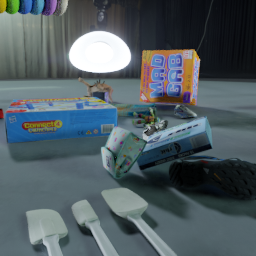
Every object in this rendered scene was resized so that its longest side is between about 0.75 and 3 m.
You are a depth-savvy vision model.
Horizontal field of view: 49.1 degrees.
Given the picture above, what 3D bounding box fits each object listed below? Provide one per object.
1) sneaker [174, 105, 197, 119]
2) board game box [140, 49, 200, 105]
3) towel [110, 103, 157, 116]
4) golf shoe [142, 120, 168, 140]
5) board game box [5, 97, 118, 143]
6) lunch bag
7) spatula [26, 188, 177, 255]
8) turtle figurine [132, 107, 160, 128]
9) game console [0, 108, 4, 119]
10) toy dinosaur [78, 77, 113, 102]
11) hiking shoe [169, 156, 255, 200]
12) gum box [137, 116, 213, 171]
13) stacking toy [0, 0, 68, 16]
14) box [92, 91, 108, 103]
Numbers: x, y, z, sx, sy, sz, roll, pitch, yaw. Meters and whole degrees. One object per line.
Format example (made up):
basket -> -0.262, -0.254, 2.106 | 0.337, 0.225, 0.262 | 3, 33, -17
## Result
sneaker -> 2.019, -0.578, 10.011 | 0.436, 0.440, 1.214 | -4, 14, -21
board game box -> 1.922, -2.159, 12.485 | 2.171, 2.169, 2.170 | 4, 4, 20
towel -> -0.270, -0.759, 11.139 | 2.834, 0.307, 2.078 | 1, 12, 7
golf shoe -> 0.688, 0.065, 6.956 | 0.584, 0.481, 1.237 | 3, 12, 14
board game box -> -1.954, -0.346, 8.104 | 2.738, 0.765, 2.681 | -4, 13, -18
lunch bag -> -0.136, 0.422, 4.765 | 0.478, 0.785, 0.668 | 31, -4, -26
spatula -> -0.219, 1.128, 2.833 | 1.385, 0.160, 1.992 | -5, 13, -25
turtle figurine -> 0.519, -0.323, 8.469 | 0.809, 0.600, 0.834 | 0, 8, 19
game console -> -4.910, -0.386, 9.938 | 0.894, 0.530, 0.770 | -7, 45, -26
toy dinosaur -> -1.489, -2.021, 15.184 | 2.697, 1.157, 1.828 | 16, 14, 38
hiking shoe -> 1.396, 0.627, 4.148 | 1.516, 0.564, 0.657 | 7, 15, 27
gum box -> 0.927, 0.244, 5.378 | 1.297, 0.340, 1.526 | -20, 5, 19
stacking toy -> -2.689, -2.961, 6.127 | 2.567, 1.096, 1.096 | -19, 21, -33
box -> -1.035, -1.030, 10.534 | 0.472, 0.669, 0.905 | 3, 11, 4
